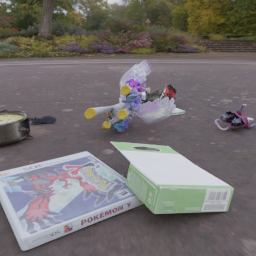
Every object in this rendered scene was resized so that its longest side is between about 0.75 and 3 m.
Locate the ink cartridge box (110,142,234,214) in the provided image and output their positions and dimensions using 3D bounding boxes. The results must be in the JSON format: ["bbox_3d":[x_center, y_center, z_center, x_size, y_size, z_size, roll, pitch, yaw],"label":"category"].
[{"bbox_3d":[0.794,1.020,6.362,1.840,0.606,2.529,6,12,-27],"label":"ink cartridge box"}]

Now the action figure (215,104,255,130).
[{"bbox_3d":[4.410,-0.222,10.998,1.581,1.178,1.059,2,53,-45],"label":"action figure"}]

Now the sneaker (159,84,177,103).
[{"bbox_3d":[1.976,-1.589,14.347,0.679,0.938,1.920,38,33,-12],"label":"sneaker"}]

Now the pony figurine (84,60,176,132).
[{"bbox_3d":[0.054,-0.933,10.408,2.802,2.417,2.903,-32,-3,15],"label":"pony figurine"}]

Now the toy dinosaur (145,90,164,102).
[{"bbox_3d":[1.275,-1.705,15.531,2.224,0.856,1.137,4,30,-11],"label":"toy dinosaur"}]

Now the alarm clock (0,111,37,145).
[{"bbox_3d":[-4.617,0.015,9.617,2.690,0.896,1.815,0,18,-6],"label":"alarm clock"}]

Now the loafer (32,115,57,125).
[{"bbox_3d":[-3.500,-0.355,11.704,0.997,0.358,0.314,-7,15,-13],"label":"loafer"}]

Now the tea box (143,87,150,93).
[{"bbox_3d":[0.793,-2.065,16.604,0.891,0.605,0.905,6,19,19],"label":"tea box"}]

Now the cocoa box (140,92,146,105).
[{"bbox_3d":[0.372,-1.304,13.677,0.949,0.934,1.423,0,18,0],"label":"cocoa box"}]

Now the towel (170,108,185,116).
[{"bbox_3d":[2.185,-0.772,13.257,0.809,0.195,0.693,-10,23,-28],"label":"towel"}]

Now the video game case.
[{"bbox_3d":[-1.458,1.346,6.356,2.594,0.327,2.847,-12,21,-32],"label":"video game case"}]
